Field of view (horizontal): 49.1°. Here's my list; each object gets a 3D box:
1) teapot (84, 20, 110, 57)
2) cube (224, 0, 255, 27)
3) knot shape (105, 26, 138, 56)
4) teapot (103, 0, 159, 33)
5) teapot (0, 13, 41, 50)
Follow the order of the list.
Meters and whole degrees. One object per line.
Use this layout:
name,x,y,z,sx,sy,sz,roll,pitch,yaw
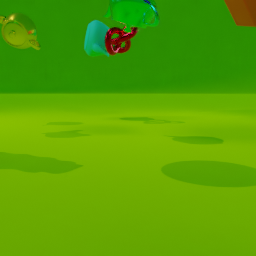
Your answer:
teapot,-0.942,-2.909,9.335,0.914,1.160,1.866,8,42,-16
cube,3.179,-3.270,7.060,0.980,0.980,0.980,-36,22,6
knot shape,-0.303,-2.630,8.412,1.255,0.580,1.174,-42,-6,41
teapot,0.033,-2.235,5.407,1.486,0.728,0.924,31,26,36
teapot,-3.201,-2.769,7.998,1.616,1.005,0.791,34,26,-14
